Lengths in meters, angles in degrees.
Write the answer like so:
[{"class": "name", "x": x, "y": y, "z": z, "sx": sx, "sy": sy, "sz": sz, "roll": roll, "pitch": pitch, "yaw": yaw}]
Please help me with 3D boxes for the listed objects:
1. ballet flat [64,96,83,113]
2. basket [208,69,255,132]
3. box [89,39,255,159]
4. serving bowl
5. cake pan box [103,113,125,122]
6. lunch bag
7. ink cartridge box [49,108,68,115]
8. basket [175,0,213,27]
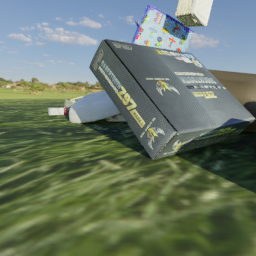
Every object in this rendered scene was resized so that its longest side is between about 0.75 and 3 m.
[{"class": "ballet flat", "x": -1.866, "y": -1.197, "z": 14.247, "sx": 2.761, "sy": 0.880, "sz": 0.931, "roll": 0, "pitch": 7, "yaw": -4}, {"class": "basket", "x": 2.692, "y": -0.757, "z": 7.821, "sx": 2.611, "sy": 1.776, "sz": 2.354, "roll": 9, "pitch": -3, "yaw": 30}, {"class": "box", "x": 1.007, "y": -0.686, "z": 5.755, "sx": 2.969, "sy": 0.757, "sz": 2.341, "roll": -7, "pitch": 54, "yaw": -43}, {"class": "serving bowl", "x": -1.128, "y": -0.887, "z": 10.292, "sx": 2.262, "sy": 0.744, "sz": 2.262, "roll": -12, "pitch": 15, "yaw": 3}, {"class": "cake pan box", "x": -0.041, "y": -0.572, "z": 10.946, "sx": 1.939, "sy": 0.507, "sz": 1.786, "roll": -2, "pitch": 5, "yaw": -15}, {"class": "lunch bag", "x": 1.090, "y": -3.193, "z": 9.885, "sx": 2.045, "sy": 1.540, "sz": 0.962, "roll": 22, "pitch": 5, "yaw": -33}, {"class": "ink cartridge box", "x": -3.318, "y": -0.792, "z": 13.268, "sx": 0.783, "sy": 0.324, "sz": 0.571, "roll": -4, "pitch": 8, "yaw": -26}, {"class": "basket", "x": 2.063, "y": -3.838, "z": 8.683, "sx": 0.750, "sy": 1.215, "sz": 0.824, "roll": 9, "pitch": -9, "yaw": 44}]
